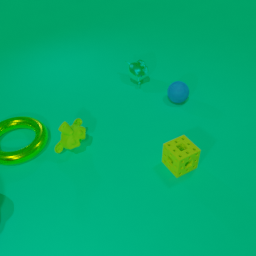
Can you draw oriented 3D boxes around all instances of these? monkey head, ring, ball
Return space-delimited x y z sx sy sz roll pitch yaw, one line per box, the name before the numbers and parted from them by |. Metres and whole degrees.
monkey head | -1.677 0.162 7.961 0.739 0.882 1.226 9 60 53
ring | -3.345 0.329 8.349 1.888 0.378 1.888 0 43 0
monkey head | 0.386 -2.113 10.720 0.749 0.895 1.243 -27 70 -1
ball | 1.747 -1.253 9.744 0.757 0.757 0.757 0 43 0

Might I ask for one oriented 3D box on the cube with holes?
cube with holes | 1.428 0.765 7.621 0.705 0.705 0.705 -21 45 -22
